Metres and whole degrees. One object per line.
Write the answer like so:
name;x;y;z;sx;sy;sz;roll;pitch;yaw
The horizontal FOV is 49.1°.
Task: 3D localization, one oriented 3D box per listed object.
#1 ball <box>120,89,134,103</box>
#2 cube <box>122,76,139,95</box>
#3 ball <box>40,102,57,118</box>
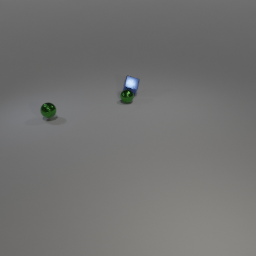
ball;-0.048;-1.617;14.239;0.700;0.700;0.700;0;29;0
cube;0.144;-2.248;14.943;0.700;0.700;0.700;15;67;-8
ball;-3.555;-0.792;12.517;0.700;0.700;0.700;0;29;0
